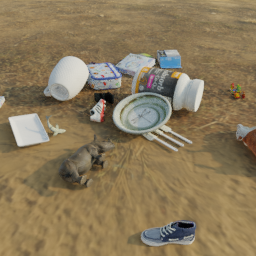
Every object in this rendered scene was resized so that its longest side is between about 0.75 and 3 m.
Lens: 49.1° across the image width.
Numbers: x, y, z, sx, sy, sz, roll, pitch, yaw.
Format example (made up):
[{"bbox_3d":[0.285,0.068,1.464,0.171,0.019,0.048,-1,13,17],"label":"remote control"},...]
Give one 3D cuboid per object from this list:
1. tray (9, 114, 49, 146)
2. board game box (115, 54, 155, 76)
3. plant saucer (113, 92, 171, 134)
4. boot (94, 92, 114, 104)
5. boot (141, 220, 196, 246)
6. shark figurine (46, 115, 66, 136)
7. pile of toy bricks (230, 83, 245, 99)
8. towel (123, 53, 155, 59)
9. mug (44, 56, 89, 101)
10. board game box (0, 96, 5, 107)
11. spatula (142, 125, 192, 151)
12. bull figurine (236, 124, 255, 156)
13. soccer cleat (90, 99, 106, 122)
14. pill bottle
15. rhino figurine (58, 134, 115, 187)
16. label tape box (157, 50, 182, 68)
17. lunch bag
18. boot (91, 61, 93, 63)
[{"bbox_3d":[-3.805,0.092,10.687,1.113,0.230,2.074,-10,36,-27],"label":"tray"},{"bbox_3d":[0.417,-3.556,15.833,1.658,0.361,1.666,20,48,27],"label":"board game box"},{"bbox_3d":[0.574,-0.479,11.073,2.311,0.580,2.311,-8,45,8],"label":"plant saucer"},{"bbox_3d":[-1.095,-1.346,12.749,0.778,0.392,1.041,-5,23,-19],"label":"boot"},{"bbox_3d":[0.993,2.527,6.898,1.334,0.603,0.485,-2,34,-2],"label":"boot"},{"bbox_3d":[-2.910,-0.023,10.707,0.389,0.932,0.557,-21,26,54],"label":"shark figurine"},{"bbox_3d":[5.279,-1.845,13.390,0.583,0.519,1.050,1,34,2],"label":"pile of toy bricks"},{"bbox_3d":[0.664,-4.213,17.157,1.746,0.199,1.254,-23,40,-30],"label":"towel"},{"bbox_3d":[-3.063,-2.110,13.109,2.124,1.568,1.862,-19,34,28],"label":"mug"},{"bbox_3d":[-6.092,-1.017,12.452,0.824,0.210,1.226,-2,34,-2],"label":"board game box"},{"bbox_3d":[1.456,0.364,10.536,1.160,0.134,1.669,-22,41,-37],"label":"spatula"},{"bbox_3d":[4.570,0.442,9.484,0.741,1.381,2.274,12,36,-23],"label":"bull figurine"},{"bbox_3d":[-1.280,-0.773,11.853,0.634,0.511,1.490,2,39,-4],"label":"soccer cleat"},{"bbox_3d":[1.713,-1.670,12.139,2.813,1.637,1.637,15,37,21],"label":"pill bottle"},{"bbox_3d":[-1.238,0.941,9.112,1.107,0.757,2.531,15,35,22],"label":"rhino figurine"},{"bbox_3d":[2.459,-4.126,16.705,1.231,0.568,1.719,-2,33,-3],"label":"label tape box"},{"bbox_3d":[-1.270,-2.752,14.494,1.728,0.815,2.156,-10,36,-17],"label":"lunch bag"},{"bbox_3d":[-1.736,-3.689,16.329,0.790,0.254,0.736,-5,47,-2],"label":"boot"}]
